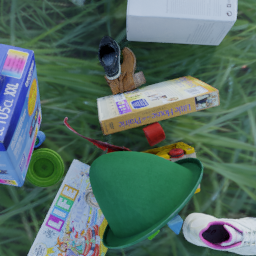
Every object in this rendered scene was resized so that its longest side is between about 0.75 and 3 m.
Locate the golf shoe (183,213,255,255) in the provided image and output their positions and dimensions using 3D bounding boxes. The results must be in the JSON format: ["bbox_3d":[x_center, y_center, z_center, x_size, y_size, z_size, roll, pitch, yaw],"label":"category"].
[{"bbox_3d":[2.867,2.863,7.315,2.716,1.243,1.023,4,79,-1],"label":"golf shoe"}]

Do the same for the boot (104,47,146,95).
[{"bbox_3d":[-0.205,-1.703,8.425,1.084,0.535,1.396,-22,77,-3],"label":"boot"}]

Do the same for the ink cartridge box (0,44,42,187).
[{"bbox_3d":[-2.526,-0.253,5.508,1.118,2.928,1.998,9,61,-7],"label":"ink cartridge box"}]

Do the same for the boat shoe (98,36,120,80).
[{"bbox_3d":[-0.604,-2.234,8.278,0.634,0.563,1.697,-13,59,13],"label":"boat shoe"}]

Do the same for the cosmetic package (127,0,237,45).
[{"bbox_3d":[1.460,-3.290,8.245,2.967,1.508,1.098,5,80,0],"label":"cosmetic package"}]

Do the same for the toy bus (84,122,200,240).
[{"bbox_3d":[0.517,1.252,7.408,2.677,1.383,2.526,34,90,-16],"label":"toy bus"}]

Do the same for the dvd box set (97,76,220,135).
[{"bbox_3d":[0.638,-0.712,7.547,2.917,2.134,0.429,-15,112,-3],"label":"dvd box set"}]

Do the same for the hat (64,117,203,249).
[{"bbox_3d":[-0.406,0.568,5.329,2.431,2.762,2.288,50,39,-5],"label":"hat"}]

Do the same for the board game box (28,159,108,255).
[{"bbox_3d":[-1.231,2.524,7.734,1.877,0.478,2.792,23,81,4],"label":"board game box"}]

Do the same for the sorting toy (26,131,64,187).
[{"bbox_3d":[-2.753,0.694,7.975,2.183,0.896,1.312,28,97,-7],"label":"sorting toy"}]
